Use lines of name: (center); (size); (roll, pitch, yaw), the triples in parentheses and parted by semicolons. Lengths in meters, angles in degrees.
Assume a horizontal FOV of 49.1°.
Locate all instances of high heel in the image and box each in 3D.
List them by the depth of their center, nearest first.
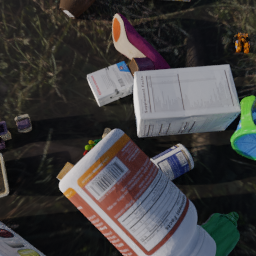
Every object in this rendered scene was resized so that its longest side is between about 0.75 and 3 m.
high heel: (0.406, -2.923, 9.981); (1.420, 0.996, 2.954); (-6, 64, -29)

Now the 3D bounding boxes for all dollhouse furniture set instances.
dollhouse furniture set: (-3.662, 0.686, 7.973); (1.841, 1.649, 2.323); (-17, 70, -7)

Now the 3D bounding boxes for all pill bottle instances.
pill bottle: (0.231, 1.586, 5.487); (1.663, 1.663, 2.965); (-44, 91, -15)
pill bottle: (1.087, 1.158, 8.225); (1.513, 0.839, 0.839); (-27, 71, -10)

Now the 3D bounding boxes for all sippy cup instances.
sippy cup: (3.945, -0.052, 8.149); (1.616, 2.057, 1.508); (13, 61, 16)

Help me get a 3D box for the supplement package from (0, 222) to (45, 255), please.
supplement package: (-3.325, 3.410, 6.507); (2.301, 2.407, 1.770); (31, 72, 11)

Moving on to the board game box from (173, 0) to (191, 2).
board game box: (1.319, -5.980, 11.153); (2.423, 0.561, 1.835); (3, 69, 1)

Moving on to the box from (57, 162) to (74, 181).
box: (-1.543, 1.506, 8.302); (0.907, 0.442, 0.564); (29, 71, 11)

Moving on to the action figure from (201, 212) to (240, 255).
action figure: (2.086, 3.163, 7.512); (2.665, 0.729, 1.574); (-34, 71, -20)

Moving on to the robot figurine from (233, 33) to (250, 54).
robot figurine: (4.180, -3.126, 10.216); (0.613, 0.246, 0.846); (6, 69, 1)

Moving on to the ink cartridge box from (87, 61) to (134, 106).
ink cartridge box: (-0.544, -1.481, 9.389); (1.385, 0.584, 1.011); (-23, 70, -9)

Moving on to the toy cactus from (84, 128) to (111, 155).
toy cactus: (-0.700, 0.472, 8.687); (1.273, 0.651, 1.051); (-2, 59, 8)

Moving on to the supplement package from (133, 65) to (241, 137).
supplement package: (1.643, -0.783, 8.591); (2.835, 1.553, 1.613); (-4, 69, -2)

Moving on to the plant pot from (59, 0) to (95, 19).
plant pot: (-1.900, -4.872, 10.445); (1.344, 1.344, 1.438); (29, 88, 11)
